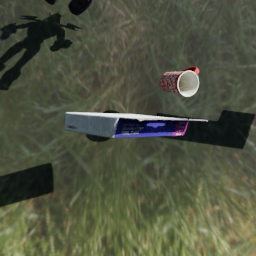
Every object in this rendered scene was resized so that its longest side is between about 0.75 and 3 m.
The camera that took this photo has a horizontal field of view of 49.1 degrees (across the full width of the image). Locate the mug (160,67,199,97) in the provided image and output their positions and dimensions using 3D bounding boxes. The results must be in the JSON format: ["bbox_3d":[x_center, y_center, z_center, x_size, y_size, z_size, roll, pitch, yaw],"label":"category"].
[{"bbox_3d":[1.299,-1.138,6.920,0.804,0.906,0.604,-19,109,-21],"label":"mug"}]

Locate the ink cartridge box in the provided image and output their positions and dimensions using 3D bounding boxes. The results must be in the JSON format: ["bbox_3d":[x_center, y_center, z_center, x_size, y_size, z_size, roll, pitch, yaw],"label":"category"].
[{"bbox_3d":[0.130,-0.041,4.892,1.819,1.786,0.394,9,97,45],"label":"ink cartridge box"}]

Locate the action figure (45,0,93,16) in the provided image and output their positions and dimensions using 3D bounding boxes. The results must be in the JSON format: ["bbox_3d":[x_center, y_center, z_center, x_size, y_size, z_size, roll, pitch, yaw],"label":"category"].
[{"bbox_3d":[-0.920,-4.018,7.302,1.949,1.039,2.995,33,50,-13],"label":"action figure"}]
